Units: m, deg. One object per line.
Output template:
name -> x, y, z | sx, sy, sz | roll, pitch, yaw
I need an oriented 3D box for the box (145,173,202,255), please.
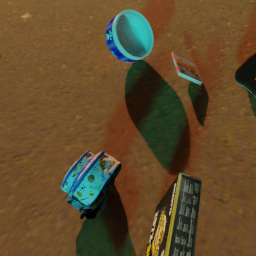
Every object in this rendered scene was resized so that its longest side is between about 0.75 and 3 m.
box -> 0.646, 1.852, 4.493 | 0.446, 1.445, 1.809 | 18, 50, 3

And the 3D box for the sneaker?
sneaker -> 3.877, -1.074, 7.608 | 1.323, 1.028, 2.939 | 39, 25, -15

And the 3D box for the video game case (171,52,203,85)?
video game case -> 1.817, -1.871, 8.703 | 0.864, 0.105, 1.208 | 19, 40, -21

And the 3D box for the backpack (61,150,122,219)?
backpack -> -0.678, 0.969, 5.455 | 0.951, 1.176, 1.234 | 36, 51, -7

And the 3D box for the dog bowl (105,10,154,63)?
dog bowl -> 0.059, -2.933, 9.045 | 1.551, 1.551, 0.611 | -40, 19, -32
